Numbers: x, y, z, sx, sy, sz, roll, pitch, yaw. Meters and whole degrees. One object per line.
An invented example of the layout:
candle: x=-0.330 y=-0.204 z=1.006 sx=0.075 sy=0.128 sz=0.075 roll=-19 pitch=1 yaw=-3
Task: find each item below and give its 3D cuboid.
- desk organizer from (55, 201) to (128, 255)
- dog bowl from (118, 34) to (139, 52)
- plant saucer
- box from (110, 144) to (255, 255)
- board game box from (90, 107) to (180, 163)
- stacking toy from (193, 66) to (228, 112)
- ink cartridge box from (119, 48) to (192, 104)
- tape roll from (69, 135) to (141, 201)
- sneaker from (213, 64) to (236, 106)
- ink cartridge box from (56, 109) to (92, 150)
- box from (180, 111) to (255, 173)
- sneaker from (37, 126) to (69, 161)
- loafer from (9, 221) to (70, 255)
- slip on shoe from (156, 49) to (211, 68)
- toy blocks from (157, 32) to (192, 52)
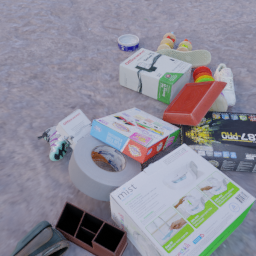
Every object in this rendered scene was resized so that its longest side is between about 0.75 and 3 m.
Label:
desk organizer: x=-0.908 y=2.500 z=6.709 sx=1.763 sy=0.679 sz=0.632 roll=20 pitch=48 yaw=20
dog bowl: x=0.027 y=-4.186 z=13.785 sx=1.032 sy=0.407 sz=1.032 roll=0 pitch=44 yaw=0
plant saucer: x=2.097 y=-0.916 z=9.349 sx=1.838 sy=0.338 sz=1.841 roll=-51 pitch=25 yaw=-15
box: x=1.245 y=1.959 z=6.839 sx=2.610 sy=1.262 sz=2.303 roll=-30 pitch=52 yaw=-27
board game box: x=0.303 y=0.100 z=8.579 sx=1.846 sy=0.487 sz=2.413 roll=27 pitch=25 yaw=24
stacking toy: x=2.957 y=-1.476 z=10.649 sx=1.192 sy=1.192 sz=2.791 roll=5 pitch=38 yaw=5
ink cartridge box: x=1.070 y=-2.142 z=11.242 sx=2.406 sy=0.999 sz=1.764 roll=25 pitch=49 yaw=24
tape roll: x=-0.632 y=1.053 z=7.736 sx=1.935 sy=0.639 sz=1.935 roll=18 pitch=33 yaw=-12
sneaker: x=3.670 y=-1.680 z=10.782 sx=0.762 sy=1.013 sz=2.035 roll=1 pitch=46 yaw=-1
ink cartridge box: x=-1.516 y=0.162 z=8.819 sx=1.227 sy=0.527 sz=0.899 roll=49 pitch=56 yaw=0
box: x=3.004 y=0.368 z=8.935 sx=2.614 sy=0.642 sz=2.107 roll=4 pitch=47 yaw=4
sneaker: x=-2.454 y=0.438 z=8.963 sx=1.067 sy=0.593 sz=1.526 roll=7 pitch=35 yaw=10
loafer: x=-2.384 y=3.230 z=5.790 sx=0.892 sy=1.019 sz=2.835 roll=27 pitch=48 yaw=17
slip on shoe: x=2.284 y=-2.972 z=12.328 sx=2.630 sy=0.974 sz=0.805 roll=0 pitch=1 yaw=13
toy blocks: x=2.360 y=-4.047 z=13.463 sx=1.525 sy=0.665 sz=1.830 roll=12 pitch=45 yaw=13
